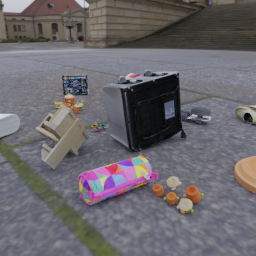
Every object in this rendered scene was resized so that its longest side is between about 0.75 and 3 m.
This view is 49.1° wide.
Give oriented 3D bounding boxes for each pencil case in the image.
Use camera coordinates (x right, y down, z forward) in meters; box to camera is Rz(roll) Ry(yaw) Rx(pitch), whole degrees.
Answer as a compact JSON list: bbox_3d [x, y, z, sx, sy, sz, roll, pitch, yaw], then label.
[{"bbox_3d":[-0.255,1.279,7.089,1.963,0.867,0.867,-14,24,-29],"label":"pencil case"}]

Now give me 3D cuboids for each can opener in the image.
[{"bbox_3d":[2.592,-0.724,12.489,2.303,0.770,0.614,15,25,34],"label":"can opener"}]

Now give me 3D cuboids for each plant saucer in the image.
[{"bbox_3d":[4.121,1.289,7.694,2.246,0.363,2.246,1,21,0],"label":"plant saucer"}]

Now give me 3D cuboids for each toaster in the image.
[{"bbox_3d":[0.631,-0.608,9.969,2.437,2.696,1.599,-21,25,-27],"label":"toaster"}]

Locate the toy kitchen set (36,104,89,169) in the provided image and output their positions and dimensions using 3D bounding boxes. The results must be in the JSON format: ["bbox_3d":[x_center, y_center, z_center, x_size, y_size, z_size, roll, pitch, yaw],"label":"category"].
[{"bbox_3d":[-2.502,0.176,8.652,1.723,1.909,1.558,26,70,21],"label":"toy kitchen set"}]

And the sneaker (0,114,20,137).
[{"bbox_3d":[-5.671,0.011,10.314,1.682,1.073,2.911,6,12,21],"label":"sneaker"}]

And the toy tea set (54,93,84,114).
[{"bbox_3d":[-2.862,-1.284,14.096,1.888,0.699,1.123,18,27,39],"label":"toy tea set"}]

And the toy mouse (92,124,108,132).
[{"bbox_3d":[-1.147,0.002,11.419,0.734,0.160,0.825,6,22,17],"label":"toy mouse"}]

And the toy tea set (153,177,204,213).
[{"bbox_3d":[1.202,1.641,6.872,1.225,0.453,0.728,23,59,40],"label":"toy tea set"}]

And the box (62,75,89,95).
[{"bbox_3d":[-3.176,-2.602,16.925,1.512,1.202,0.348,-1,21,0],"label":"box"}]

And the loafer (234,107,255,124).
[{"bbox_3d":[5.243,-0.575,12.385,0.514,0.570,1.506,-3,20,-25],"label":"loafer"}]

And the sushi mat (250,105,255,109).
[{"bbox_3d":[7.358,-1.061,14.322,2.035,0.123,0.973,-7,21,-19],"label":"sushi mat"}]

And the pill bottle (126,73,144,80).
[{"bbox_3d":[1.036,-2.298,15.864,2.400,1.370,1.370,16,26,36],"label":"pill bottle"}]
